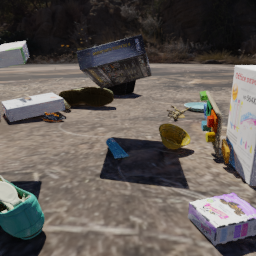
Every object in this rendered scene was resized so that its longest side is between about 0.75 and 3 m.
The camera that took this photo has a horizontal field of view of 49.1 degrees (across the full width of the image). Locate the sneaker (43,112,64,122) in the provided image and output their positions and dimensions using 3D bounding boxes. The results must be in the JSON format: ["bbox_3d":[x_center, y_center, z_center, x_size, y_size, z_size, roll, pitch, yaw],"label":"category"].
[{"bbox_3d":[-2.950,-0.439,11.101,0.860,0.332,0.337,3,15,3],"label":"sneaker"}]

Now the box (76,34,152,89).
[{"bbox_3d":[-0.298,-1.945,8.678,1.879,0.573,2.372,-12,-7,8],"label":"box"}]

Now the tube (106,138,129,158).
[{"bbox_3d":[-0.339,0.582,7.798,0.402,0.261,1.037,-12,24,-18],"label":"tube"}]

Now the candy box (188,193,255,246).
[{"bbox_3d":[1.587,1.455,4.585,0.932,0.333,0.782,-6,17,-19],"label":"candy box"}]

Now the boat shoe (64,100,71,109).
[{"bbox_3d":[-3.129,-1.075,13.192,0.439,0.488,1.353,-49,37,-14],"label":"boat shoe"}]

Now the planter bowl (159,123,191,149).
[{"bbox_3d":[1.280,0.322,8.098,0.975,0.406,0.975,14,35,-10],"label":"planter bowl"}]

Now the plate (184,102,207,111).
[{"bbox_3d":[3.407,-0.987,13.232,1.500,0.192,1.500,1,17,0],"label":"plate"}]

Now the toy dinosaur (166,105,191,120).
[{"bbox_3d":[2.094,-0.623,11.841,0.756,0.435,1.496,27,35,27],"label":"toy dinosaur"}]

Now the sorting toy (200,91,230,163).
[{"bbox_3d":[2.228,-0.102,7.584,0.341,1.409,2.503,-8,33,5],"label":"sorting toy"}]

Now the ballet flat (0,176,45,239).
[{"bbox_3d":[-2.209,1.142,4.846,2.164,0.762,0.729,12,30,38],"label":"ballet flat"}]

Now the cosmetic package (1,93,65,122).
[{"bbox_3d":[-4.091,-0.953,12.072,2.287,0.591,1.724,-16,24,-28],"label":"cosmetic package"}]

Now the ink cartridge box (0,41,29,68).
[{"bbox_3d":[-2.935,-1.886,7.110,0.706,0.406,1.206,-11,28,-7],"label":"ink cartridge box"}]

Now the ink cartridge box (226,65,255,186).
[{"bbox_3d":[3.409,-0.322,6.309,1.732,2.767,1.778,0,16,0],"label":"ink cartridge box"}]

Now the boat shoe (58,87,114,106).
[{"bbox_3d":[-2.037,-1.655,14.023,2.806,1.027,0.909,2,22,7],"label":"boat shoe"}]

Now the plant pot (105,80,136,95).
[{"bbox_3d":[-0.456,-2.951,17.471,1.580,1.782,1.777,20,23,23],"label":"plant pot"}]
